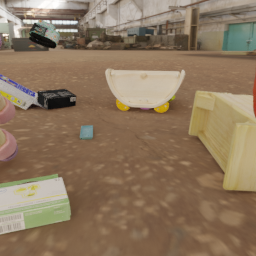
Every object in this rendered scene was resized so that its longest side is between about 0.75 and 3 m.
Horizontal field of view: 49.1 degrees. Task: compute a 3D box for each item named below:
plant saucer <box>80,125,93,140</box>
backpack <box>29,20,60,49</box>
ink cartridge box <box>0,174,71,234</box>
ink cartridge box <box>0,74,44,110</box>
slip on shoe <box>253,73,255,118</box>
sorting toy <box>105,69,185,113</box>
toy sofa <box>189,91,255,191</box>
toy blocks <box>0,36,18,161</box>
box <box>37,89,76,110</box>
[{"bbox_3d":[-1.122,0.117,7.630,0.334,0.091,0.956,-2,18,-6],"label":"plant saucer"},{"bbox_3d":[-2.629,-2.971,8.981,0.879,0.674,0.772,26,-17,-14],"label":"backpack"},{"bbox_3d":[-1.591,1.039,4.534,1.088,0.359,1.496,-7,22,-19],"label":"ink cartridge box"},{"bbox_3d":[-4.182,-1.287,10.650,2.023,0.475,1.999,30,7,-23],"label":"ink cartridge box"},{"bbox_3d":[1.384,-0.654,2.553,0.516,1.394,0.426,7,-3,4],"label":"slip on shoe"},{"bbox_3d":[0.832,-1.475,10.613,2.721,1.453,2.449,5,11,16],"label":"sorting toy"},{"bbox_3d":[2.346,0.112,5.892,1.437,1.219,2.944,4,19,-3],"label":"toy sofa"},{"bbox_3d":[-3.704,-0.385,5.864,2.598,2.780,2.340,-12,-21,-11],"label":"toy blocks"},{"bbox_3d":[-2.627,-1.085,10.345,1.166,0.460,0.823,-12,35,-39],"label":"box"}]
